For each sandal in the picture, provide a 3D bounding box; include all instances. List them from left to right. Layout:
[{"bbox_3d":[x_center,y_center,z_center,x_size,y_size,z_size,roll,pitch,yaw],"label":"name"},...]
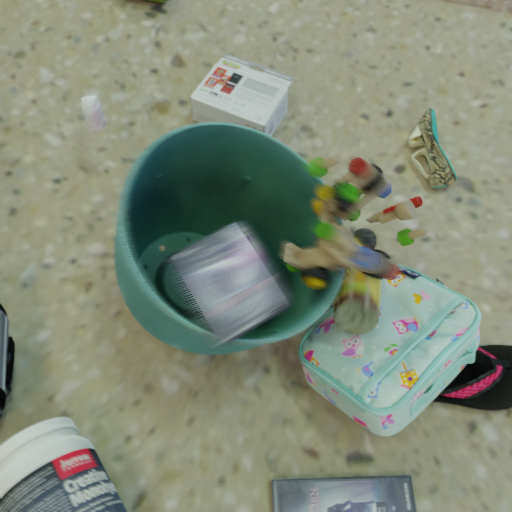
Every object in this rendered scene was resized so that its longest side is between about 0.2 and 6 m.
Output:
[{"bbox_3d":[3.008,1.767,8.506,2.762,0.623,1.037,-2,51,0],"label":"sandal"}]

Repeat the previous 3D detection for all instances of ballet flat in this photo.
[{"bbox_3d":[3.296,-2.057,10.760,0.674,0.607,1.790,-18,61,20],"label":"ballet flat"}]

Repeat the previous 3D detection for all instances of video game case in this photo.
[{"bbox_3d":[-0.307,0.294,6.386,0.878,0.117,1.229,-29,67,-11],"label":"video game case"},{"bbox_3d":[1.233,3.808,7.702,2.000,0.190,1.429,-1,61,-1],"label":"video game case"}]

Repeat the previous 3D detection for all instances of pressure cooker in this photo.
[{"bbox_3d":[-4.506,1.719,7.896,1.891,1.862,2.117,-12,58,-2],"label":"pressure cooker"}]

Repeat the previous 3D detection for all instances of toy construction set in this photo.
[{"bbox_3d":[1.202,-0.348,7.573,1.964,1.509,1.638,-10,81,-48],"label":"toy construction set"}]

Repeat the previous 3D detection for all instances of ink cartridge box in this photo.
[{"bbox_3d":[-0.245,-3.144,11.234,1.647,0.691,1.446,24,64,13],"label":"ink cartridge box"}]

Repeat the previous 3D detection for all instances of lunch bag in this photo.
[{"bbox_3d":[2.030,1.283,8.276,2.479,0.956,1.988,-40,43,-19],"label":"lunch bag"}]

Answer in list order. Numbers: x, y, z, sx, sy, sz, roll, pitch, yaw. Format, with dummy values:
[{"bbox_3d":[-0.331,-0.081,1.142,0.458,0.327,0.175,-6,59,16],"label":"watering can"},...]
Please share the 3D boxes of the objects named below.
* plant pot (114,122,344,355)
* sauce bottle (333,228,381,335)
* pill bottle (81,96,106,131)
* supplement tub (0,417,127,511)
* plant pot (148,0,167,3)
[{"bbox_3d":[-0.645,0.057,8.189,3.078,2.470,3.078,9,65,-20],"label":"plant pot"},{"bbox_3d":[1.523,0.288,8.266,0.647,0.647,1.998,10,36,6],"label":"sauce bottle"},{"bbox_3d":[-2.832,-2.477,9.729,0.314,0.554,0.314,-6,31,3],"label":"pill bottle"},{"bbox_3d":[-2.545,3.269,7.321,1.356,1.356,1.933,-31,66,-16],"label":"supplement tub"},{"bbox_3d":[-2.571,-6.425,12.898,1.278,1.195,1.195,32,65,0],"label":"plant pot"}]
